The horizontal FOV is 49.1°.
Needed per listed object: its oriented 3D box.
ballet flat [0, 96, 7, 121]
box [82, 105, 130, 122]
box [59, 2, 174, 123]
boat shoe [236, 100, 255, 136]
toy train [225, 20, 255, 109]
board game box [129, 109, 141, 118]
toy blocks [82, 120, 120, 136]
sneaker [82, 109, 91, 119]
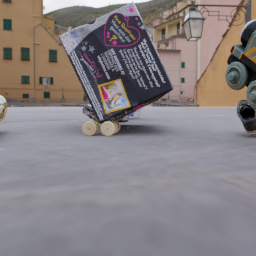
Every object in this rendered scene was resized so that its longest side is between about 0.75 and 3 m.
[{"bbox_3d":[-2.658,-0.385,5.101,0.795,0.866,2.522,-36,15,-15],"label":"ballet flat"},{"bbox_3d":[-0.734,-0.498,9.422,1.259,0.313,0.993,-4,25,-41],"label":"box"},{"bbox_3d":[-0.223,-1.322,6.852,1.719,1.979,2.996,-25,1,-1],"label":"box"},{"bbox_3d":[2.410,-0.304,5.610,0.427,0.352,1.243,-21,26,20],"label":"boat shoe"},{"bbox_3d":[2.241,-0.779,4.034,0.846,1.131,1.985,-9,45,-22],"label":"toy train"},{"bbox_3d":[0.130,-1.368,11.118,0.387,1.778,1.786,12,2,26],"label":"board game box"},{"bbox_3d":[-0.513,-0.020,5.762,0.663,0.289,0.795,1,5,9],"label":"toy blocks"},{"bbox_3d":[-1.319,-0.476,9.947,0.355,0.313,0.797,-26,-41,35],"label":"sneaker"}]
